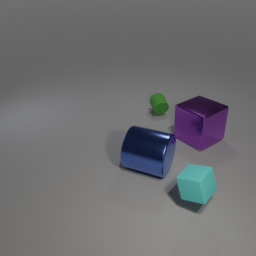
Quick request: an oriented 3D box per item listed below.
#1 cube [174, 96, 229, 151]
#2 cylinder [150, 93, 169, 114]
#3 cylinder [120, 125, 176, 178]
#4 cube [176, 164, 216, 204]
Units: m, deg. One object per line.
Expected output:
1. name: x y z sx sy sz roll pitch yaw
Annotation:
1. cube: 2.726 -0.229 10.598 1.400 1.400 1.400 -22 35 -32
2. cylinder: 1.388 -1.084 12.516 0.700 0.700 0.700 -7 47 -12
3. cylinder: 0.668 0.731 8.966 1.400 1.400 1.400 13 32 21
4. cube: 1.777 1.437 7.277 0.700 0.700 0.700 2 26 43
